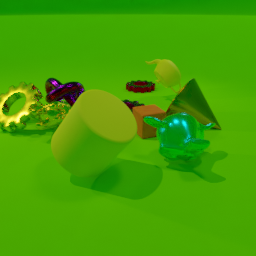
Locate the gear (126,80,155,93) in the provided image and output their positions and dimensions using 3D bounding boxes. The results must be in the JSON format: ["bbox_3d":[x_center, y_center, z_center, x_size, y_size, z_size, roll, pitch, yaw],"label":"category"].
[{"bbox_3d":[0.547,-1.811,12.164,1.267,0.234,1.267,0,24,0],"label":"gear"}]

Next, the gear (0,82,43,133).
[{"bbox_3d":[-3.306,-0.648,8.355,1.598,0.296,1.598,-10,58,17],"label":"gear"}]

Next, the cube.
[{"bbox_3d":[0.591,-0.196,8.006,0.718,0.718,0.718,-9,26,-20],"label":"cube"}]

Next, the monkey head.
[{"bbox_3d":[1.297,0.133,6.335,1.837,1.107,1.321,5,-17,-17],"label":"monkey head"}]

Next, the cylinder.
[{"bbox_3d":[-0.720,0.130,5.858,1.351,1.351,1.351,25,40,-23],"label":"cylinder"}]

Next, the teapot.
[{"bbox_3d":[1.406,-2.049,10.674,0.875,1.788,1.111,-39,-7,-2],"label":"teapot"}]

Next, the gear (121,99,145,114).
[{"bbox_3d":[-0.154,-0.608,9.365,1.489,0.275,1.489,1,23,-1],"label":"gear"}]

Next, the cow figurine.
[{"bbox_3d":[-2.058,-0.383,7.886,1.410,0.774,1.387,-15,5,23],"label":"cow figurine"}]

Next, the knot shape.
[{"bbox_3d":[-1.965,-1.049,9.079,1.926,0.890,1.802,17,-4,3],"label":"knot shape"}]

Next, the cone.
[{"bbox_3d":[2.177,-0.428,8.488,1.562,1.556,1.556,38,37,14],"label":"cone"}]
